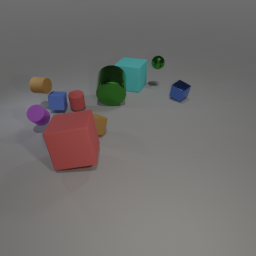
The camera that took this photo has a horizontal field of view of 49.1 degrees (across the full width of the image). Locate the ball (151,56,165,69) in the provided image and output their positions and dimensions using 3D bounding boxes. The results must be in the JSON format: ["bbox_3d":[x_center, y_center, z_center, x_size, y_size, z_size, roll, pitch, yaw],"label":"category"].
[{"bbox_3d":[1.557,-3.392,14.515,0.700,0.700,0.700,0,31,0],"label":"ball"}]

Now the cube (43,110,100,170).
[{"bbox_3d":[-1.803,0.373,9.314,1.400,1.400,1.400,-8,27,4],"label":"cube"}]

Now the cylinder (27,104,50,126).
[{"bbox_3d":[-3.524,-0.500,11.056,0.700,0.700,0.700,3,-12,6],"label":"cylinder"}]

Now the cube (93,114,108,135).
[{"bbox_3d":[-1.330,-0.147,11.010,0.700,0.700,0.700,20,13,41],"label":"cube"}]

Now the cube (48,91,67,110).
[{"bbox_3d":[-3.220,-1.256,12.853,0.700,0.700,0.700,1,23,-1],"label":"cube"}]

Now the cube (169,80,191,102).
[{"bbox_3d":[2.578,-1.845,13.895,0.700,0.700,0.700,35,50,25],"label":"cube"}]

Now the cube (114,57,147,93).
[{"bbox_3d":[0.166,-2.899,15.167,1.400,1.400,1.400,10,32,16],"label":"cube"}]

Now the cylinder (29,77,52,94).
[{"bbox_3d":[-3.834,-1.874,12.319,0.700,0.700,0.700,6,31,19],"label":"cylinder"}]

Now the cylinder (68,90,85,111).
[{"bbox_3d":[-2.349,-1.276,12.873,0.700,0.700,0.700,-1,39,1],"label":"cylinder"}]

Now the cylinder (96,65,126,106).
[{"bbox_3d":[-0.786,-2.037,13.398,1.400,1.400,1.400,0,46,-1],"label":"cylinder"}]
